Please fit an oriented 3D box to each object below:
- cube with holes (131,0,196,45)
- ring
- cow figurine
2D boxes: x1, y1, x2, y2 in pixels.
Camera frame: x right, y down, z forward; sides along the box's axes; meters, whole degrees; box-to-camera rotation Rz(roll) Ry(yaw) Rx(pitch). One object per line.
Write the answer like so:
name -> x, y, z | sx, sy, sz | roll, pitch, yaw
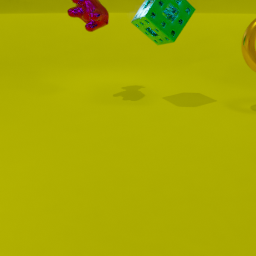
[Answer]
cube with holes -> 0.903, -2.952, 7.393 | 1.019, 1.019, 1.019 | 34, -1, -22
ring -> 3.717, -2.123, 7.079 | 1.637, 1.637, 0.327 | 2, 10, 5
cow figurine -> -1.009, -3.473, 7.977 | 1.523, 0.836, 1.499 | 44, 45, 8
